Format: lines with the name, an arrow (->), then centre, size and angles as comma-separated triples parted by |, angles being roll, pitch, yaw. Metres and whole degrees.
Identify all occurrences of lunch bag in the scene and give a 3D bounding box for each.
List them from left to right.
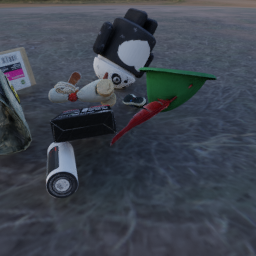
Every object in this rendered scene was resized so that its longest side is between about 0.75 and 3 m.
lunch bag -> -3.656, -0.770, 6.404 | 2.936, 1.726, 2.408 | 25, 18, -46

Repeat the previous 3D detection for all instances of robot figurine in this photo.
robot figurine -> -0.072, -2.775, 10.022 | 2.090, 2.781, 1.735 | 29, 9, -6

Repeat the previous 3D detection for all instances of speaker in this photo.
speaker -> -1.316, 0.763, 5.554 | 0.572, 0.572, 1.408 | -6, 23, -12

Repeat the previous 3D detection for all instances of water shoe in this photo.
water shoe -> 0.228, -0.767, 8.802 | 0.386, 0.426, 1.080 | -50, 33, -12

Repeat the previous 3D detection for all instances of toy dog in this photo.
toy dog -> -1.245, -1.222, 8.216 | 1.988, 1.311, 0.957 | 7, 67, -22

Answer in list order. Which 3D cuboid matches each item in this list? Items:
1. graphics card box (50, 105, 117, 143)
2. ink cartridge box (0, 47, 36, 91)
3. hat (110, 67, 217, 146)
graphics card box -> -0.946, -0.156, 6.317 | 1.257, 0.509, 2.003 | -9, 8, -5
ink cartridge box -> -4.099, -1.855, 9.374 | 1.635, 1.347, 0.614 | -29, 23, -36
hat -> 0.951, -0.451, 7.025 | 2.185, 1.923, 1.810 | 9, 8, 13
